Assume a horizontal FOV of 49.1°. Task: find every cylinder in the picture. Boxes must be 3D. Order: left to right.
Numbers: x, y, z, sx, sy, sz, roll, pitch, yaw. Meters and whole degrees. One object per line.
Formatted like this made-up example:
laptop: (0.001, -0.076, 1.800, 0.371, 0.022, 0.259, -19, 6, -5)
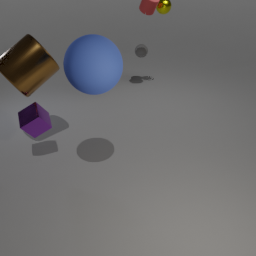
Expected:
cylinder: (-3.114, -1.919, 8.700, 1.400, 1.400, 1.400, -44, 43, -7)
cylinder: (0.914, -5.370, 12.069, 0.700, 0.700, 0.700, 10, 57, -15)

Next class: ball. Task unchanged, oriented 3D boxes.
ball: (-0.821, -1.495, 6.669, 1.400, 1.400, 1.400, 0, 30, 0)
ball: (0.711, -4.107, 14.924, 0.700, 0.700, 0.700, 0, 30, 0)
ball: (1.610, -5.507, 12.652, 0.700, 0.700, 0.700, 0, 30, 0)

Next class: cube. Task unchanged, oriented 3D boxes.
cube: (-2.926, -0.248, 8.811, 0.700, 0.700, 0.700, -30, 53, 8)
